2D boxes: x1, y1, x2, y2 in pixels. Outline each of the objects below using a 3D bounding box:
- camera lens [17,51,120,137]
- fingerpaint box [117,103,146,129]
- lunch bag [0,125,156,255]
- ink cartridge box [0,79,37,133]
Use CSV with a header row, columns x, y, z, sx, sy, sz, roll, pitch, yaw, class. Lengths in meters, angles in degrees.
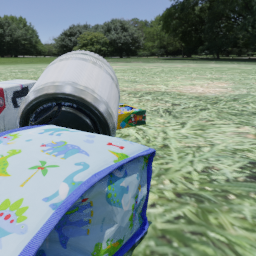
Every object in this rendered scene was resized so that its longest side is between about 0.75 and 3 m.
x,y,z,sx,sy,sz,roll,pitch,yaw,class
-1.309,-0.546,6.968,2.161,2.161,2.702,1,35,2,camera lens
-0.325,-0.498,10.595,1.358,0.597,1.627,-10,19,-31,fingerpaint box
-1.192,0.953,3.678,2.276,1.706,2.677,9,9,28,lunch bag
-3.783,-0.561,8.817,0.971,1.709,2.345,5,17,16,ink cartridge box
